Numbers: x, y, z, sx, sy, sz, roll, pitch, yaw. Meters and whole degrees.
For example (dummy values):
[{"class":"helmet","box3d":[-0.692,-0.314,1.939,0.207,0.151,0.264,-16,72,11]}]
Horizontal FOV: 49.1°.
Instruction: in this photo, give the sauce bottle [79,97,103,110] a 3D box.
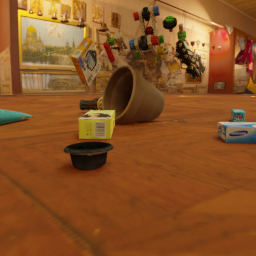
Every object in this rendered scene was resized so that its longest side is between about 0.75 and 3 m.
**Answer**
[{"class":"sauce bottle","box3d":[-1.284,-1.270,15.845,2.962,0.978,0.978,-1,8,14]}]

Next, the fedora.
[{"class":"fedora","box3d":[-0.766,0.559,5.546,0.989,0.452,0.989,0,9,0]}]

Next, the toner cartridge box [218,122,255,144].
[{"class":"toner cartridge box","box3d":[3.856,0.133,8.191,2.187,0.472,1.039,1,9,5]}]

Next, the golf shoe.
[{"class":"golf shoe","box3d":[2.320,-2.624,10.471,0.686,1.557,0.601,-33,8,-26]}]

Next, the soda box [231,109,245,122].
[{"class":"soda box","box3d":[4.837,-0.524,12.338,0.464,0.491,1.446,3,9,17]}]

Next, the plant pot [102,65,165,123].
[{"class":"plant pot","box3d":[0.362,-1.237,12.153,2.128,2.441,2.441,15,-1,-35]}]

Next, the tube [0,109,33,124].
[{"class":"tube","box3d":[-5.171,-0.495,11.935,1.057,0.688,2.729,9,5,8]}]

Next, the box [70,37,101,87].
[{"class":"box","box3d":[-1.793,-2.816,12.439,0.427,1.224,2.057,19,-25,21]}]

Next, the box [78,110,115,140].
[{"class":"box","box3d":[-0.979,-0.184,9.583,1.022,0.680,2.715,0,8,-1]}]

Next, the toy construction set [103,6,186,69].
[{"class":"toy construction set","box3d":[0.620,-3.263,11.612,2.970,2.282,2.477,-25,51,-1]}]
